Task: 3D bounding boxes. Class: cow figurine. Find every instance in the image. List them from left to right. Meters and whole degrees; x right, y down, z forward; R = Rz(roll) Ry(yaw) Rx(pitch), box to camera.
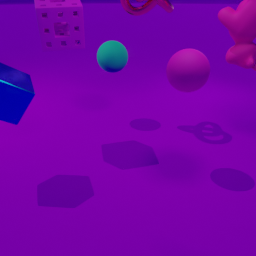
[{"bbox_3d":[2.897,-2.306,6.599,1.661,1.688,0.927,47,37,0],"label":"cow figurine"}]

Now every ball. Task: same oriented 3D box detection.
[{"bbox_3d":[-0.469,-2.148,8.464,0.936,0.936,0.936,0,27,0],"label":"ball"},{"bbox_3d":[1.230,-1.170,5.749,0.882,0.882,0.882,0,27,0],"label":"ball"}]

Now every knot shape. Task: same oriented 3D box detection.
[{"bbox_3d":[0.654,-3.525,7.572,1.432,0.707,1.530,5,-4,-42],"label":"knot shape"}]

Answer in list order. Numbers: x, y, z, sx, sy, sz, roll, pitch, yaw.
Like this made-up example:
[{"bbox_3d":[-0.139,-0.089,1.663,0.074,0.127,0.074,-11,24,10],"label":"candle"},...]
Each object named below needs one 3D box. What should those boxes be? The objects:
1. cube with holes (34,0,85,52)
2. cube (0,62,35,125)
[{"bbox_3d":[-1.579,-2.466,6.479,0.970,0.970,0.970,-9,43,-14],"label":"cube with holes"},{"bbox_3d":[-2.423,-0.693,5.494,0.809,0.809,0.809,21,25,-39],"label":"cube"}]
